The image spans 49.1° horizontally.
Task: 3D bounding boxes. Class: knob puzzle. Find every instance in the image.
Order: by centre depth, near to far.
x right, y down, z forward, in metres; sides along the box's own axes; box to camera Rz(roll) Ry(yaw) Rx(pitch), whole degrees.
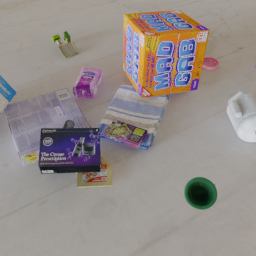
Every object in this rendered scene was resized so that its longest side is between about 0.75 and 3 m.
[{"bbox_3d":[-1.069,1.388,9.068,1.362,0.189,1.362,0,47,0],"label":"knob puzzle"}]

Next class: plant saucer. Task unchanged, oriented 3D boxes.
[{"bbox_3d":[3.821,-3.008,13.130,0.872,0.221,0.872,0,48,0],"label":"plant saucer"}]

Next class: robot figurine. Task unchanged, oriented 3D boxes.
[{"bbox_3d":[4.312,-0.368,9.991,1.810,1.205,2.134,22,40,-27],"label":"robot figurine"}]

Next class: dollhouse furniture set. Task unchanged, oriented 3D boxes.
[{"bbox_3d":[-3.110,-4.022,14.023,0.864,0.662,1.319,-31,83,-18],"label":"dollhouse furniture set"}]

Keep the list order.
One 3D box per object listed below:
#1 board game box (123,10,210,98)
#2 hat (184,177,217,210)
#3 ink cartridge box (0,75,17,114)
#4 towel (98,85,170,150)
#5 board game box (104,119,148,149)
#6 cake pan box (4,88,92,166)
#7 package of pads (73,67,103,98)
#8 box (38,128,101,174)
[{"bbox_3d":[1.347,-3.049,11.311,2.502,2.501,2.504,-10,40,-15],"label":"board game box"},{"bbox_3d":[1.831,1.660,7.270,0.949,0.836,0.786,24,85,0],"label":"hat"},{"bbox_3d":[-5.481,-0.607,9.857,1.872,1.081,2.564,-9,42,29],"label":"ink cartridge box"},{"bbox_3d":[0.224,-0.554,10.765,2.203,0.357,2.999,13,49,13],"label":"towel"},{"bbox_3d":[-0.081,0.194,9.800,1.340,0.216,0.804,19,46,19],"label":"board game box"},{"bbox_3d":[-2.963,-0.220,10.219,2.541,0.722,2.759,-20,51,-21],"label":"cake pan box"},{"bbox_3d":[-1.690,-1.953,11.907,0.919,0.577,1.525,6,47,9],"label":"package of pads"},{"bbox_3d":[-1.790,0.697,8.758,1.824,0.719,1.287,-1,61,-9],"label":"box"}]
